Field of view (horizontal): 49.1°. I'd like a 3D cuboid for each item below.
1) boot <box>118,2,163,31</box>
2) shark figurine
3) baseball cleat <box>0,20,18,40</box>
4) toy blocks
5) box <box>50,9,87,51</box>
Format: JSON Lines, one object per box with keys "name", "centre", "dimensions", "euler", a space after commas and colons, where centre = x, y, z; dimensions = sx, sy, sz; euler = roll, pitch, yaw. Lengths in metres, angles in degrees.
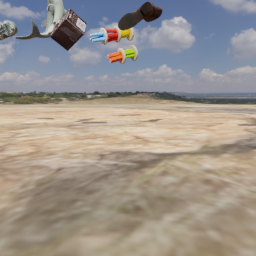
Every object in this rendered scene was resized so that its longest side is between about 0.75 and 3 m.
{"name": "boot", "centre": [0.401, -3.273, 8.378], "dimensions": [1.199, 0.413, 1.286], "euler": [-24, 7, 24]}
{"name": "shark figurine", "centre": [-2.475, -3.164, 8.481], "dimensions": [0.905, 2.169, 1.296], "euler": [-4, -33, 31]}
{"name": "baseball cleat", "centre": [-4.001, -3.380, 9.494], "dimensions": [1.465, 0.511, 0.780], "euler": [3, 33, 43]}
{"name": "toy blocks", "centre": [-0.632, -3.548, 12.171], "dimensions": [1.933, 1.611, 0.702], "euler": [-18, 13, -26]}
{"name": "box", "centre": [-1.644, -2.716, 7.771], "dimensions": [0.764, 0.634, 0.628], "euler": [-34, -53, 30]}
